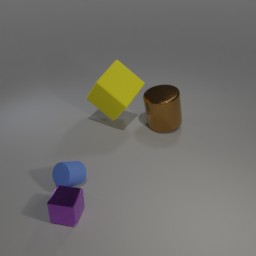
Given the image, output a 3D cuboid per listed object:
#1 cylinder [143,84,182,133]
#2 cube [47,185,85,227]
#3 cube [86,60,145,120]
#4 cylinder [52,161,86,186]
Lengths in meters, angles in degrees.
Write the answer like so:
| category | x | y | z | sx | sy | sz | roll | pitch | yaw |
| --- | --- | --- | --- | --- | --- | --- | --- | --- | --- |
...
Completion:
| category | x | y | z | sx | sy | sz | roll | pitch | yaw |
| --- | --- | --- | --- | --- | --- | --- | --- | --- | --- |
| cylinder | 1.382 | -0.774 | 11.026 | 1.400 | 1.400 | 1.400 | -9 | 36 | 6 |
| cube | -1.585 | 2.006 | 7.252 | 0.700 | 0.700 | 0.700 | 6 | 30 | 10 |
| cube | -0.495 | -1.415 | 10.692 | 1.400 | 1.400 | 1.400 | 39 | 60 | -6 |
| cylinder | -1.681 | 1.313 | 8.064 | 0.700 | 0.700 | 0.700 | 21 | 9 | 31 |
